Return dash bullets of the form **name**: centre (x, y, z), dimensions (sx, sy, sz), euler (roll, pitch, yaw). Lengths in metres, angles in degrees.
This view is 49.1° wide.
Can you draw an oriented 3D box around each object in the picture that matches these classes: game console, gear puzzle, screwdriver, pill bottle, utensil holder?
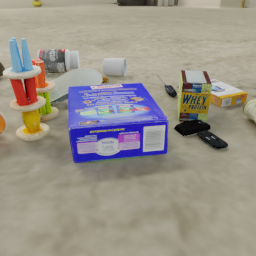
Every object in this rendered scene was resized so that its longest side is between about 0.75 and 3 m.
- **game console**: centre (1.993, 0.166, 7.558), dimensions (0.904, 0.185, 1.533), euler (-12, 29, -21)
- **gear puzzle**: centre (-1.691, -2.240, 11.939), dimensions (2.035, 0.266, 1.054), euler (21, 35, 34)
- **screwdriver**: centre (1.427, -1.681, 10.951), dimensions (0.312, 0.325, 2.237), euler (-5, 25, -10)
- **pill bottle**: centre (-3.119, -3.059, 12.684), dimensions (1.753, 0.998, 0.998), euler (-3, 28, -5)
- **utensil holder**: centre (-0.566, -2.668, 12.217), dimensions (0.923, 0.784, 0.784), euler (3, 28, 9)

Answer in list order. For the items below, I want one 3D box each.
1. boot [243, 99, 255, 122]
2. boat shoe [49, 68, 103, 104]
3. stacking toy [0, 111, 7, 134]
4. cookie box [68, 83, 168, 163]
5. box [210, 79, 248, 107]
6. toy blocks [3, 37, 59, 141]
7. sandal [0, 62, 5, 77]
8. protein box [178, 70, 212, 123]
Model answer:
- **boot**: centre (4.513, -0.291, 7.795), dimensions (2.117, 0.763, 1.637), euler (-3, 27, 6)
- **boat shoe**: centre (-2.052, -1.409, 9.649), dimensions (2.395, 0.872, 0.740), euler (-23, 1, -19)
- **stacking toy**: centre (-3.692, 0.283, 6.768), dimensions (1.165, 1.165, 1.595), euler (-2, 47, -3)
- **cookie box**: centre (-0.396, -0.298, 7.518), dimensions (2.306, 1.013, 2.696), euler (-5, 29, -9)
- **box**: centre (3.156, -1.331, 10.145), dimensions (1.154, 0.402, 1.938), euler (-12, 28, -22)
- **toy blocks**: centre (-2.623, -1.258, 7.694), dimensions (0.927, 2.553, 2.128), euler (0, 29, -1)
- **sandal**: centre (-6.198, -1.952, 11.023), dimensions (0.985, 1.098, 2.994), euler (-22, 12, 24)
- **protein box**: centre (2.004, -0.994, 8.591), dimensions (0.837, 1.231, 1.240), euler (3, 28, 6)
